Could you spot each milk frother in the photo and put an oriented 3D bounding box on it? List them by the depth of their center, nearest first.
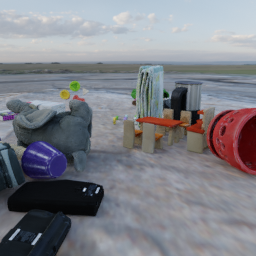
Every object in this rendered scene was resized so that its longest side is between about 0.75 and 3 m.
[{"bbox_3d":[2.387,-0.742,9.708,1.750,1.646,1.579,5,15,19],"label":"milk frother"}]

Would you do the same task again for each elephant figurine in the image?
[{"bbox_3d":[-2.074,0.089,6.764,2.331,1.649,1.808,4,-3,-4],"label":"elephant figurine"}]

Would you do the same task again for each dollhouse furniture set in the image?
[{"bbox_3d":[1.298,-0.115,8.129,2.264,1.179,2.289,11,18,37],"label":"dollhouse furniture set"}]

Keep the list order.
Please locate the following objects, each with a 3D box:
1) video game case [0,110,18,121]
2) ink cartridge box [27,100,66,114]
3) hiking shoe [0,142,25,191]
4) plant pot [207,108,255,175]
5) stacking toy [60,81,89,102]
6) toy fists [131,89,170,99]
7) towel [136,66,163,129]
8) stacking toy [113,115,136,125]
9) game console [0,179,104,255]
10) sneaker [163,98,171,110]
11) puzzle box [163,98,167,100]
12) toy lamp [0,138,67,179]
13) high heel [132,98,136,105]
[{"bbox_3d":[-5.040,-0.585,12.009,1.142,0.226,1.260,11,18,38],"label":"video game case"},{"bbox_3d":[-3.465,-0.742,11.561,1.450,0.605,1.053,7,14,16],"label":"ink cartridge box"},{"bbox_3d":[-3.124,0.641,5.488,1.186,1.017,2.735,-24,20,-38],"label":"hiking shoe"},{"bbox_3d":[2.591,0.236,6.375,1.420,1.420,1.293,-5,7,-19],"label":"plant pot"},{"bbox_3d":[-2.617,-1.654,14.049,1.263,1.143,0.533,36,-6,2],"label":"stacking toy"},{"bbox_3d":[1.299,-2.002,16.625,2.271,0.781,1.158,-5,14,-16],"label":"toy fists"},{"bbox_3d":[0.861,-1.221,10.505,0.615,2.187,2.555,6,15,17],"label":"towel"},{"bbox_3d":[-0.097,-0.378,11.102,0.879,0.274,1.165,1,13,4],"label":"stacking toy"},{"bbox_3d":[-1.269,1.345,4.129,1.452,0.297,2.462,1,13,6],"label":"game console"},{"bbox_3d":[1.676,-1.030,13.144,1.068,0.694,1.849,3,3,31],"label":"sneaker"},{"bbox_3d":[2.070,-1.412,15.380,1.111,0.212,1.671,-7,16,-25],"label":"puzzle box"},{"bbox_3d":[-2.484,0.573,6.288,2.830,0.824,0.824,7,15,37],"label":"toy lamp"},{"bbox_3d":[1.094,-1.464,14.796,1.704,0.575,0.819,5,21,24],"label":"high heel"}]
